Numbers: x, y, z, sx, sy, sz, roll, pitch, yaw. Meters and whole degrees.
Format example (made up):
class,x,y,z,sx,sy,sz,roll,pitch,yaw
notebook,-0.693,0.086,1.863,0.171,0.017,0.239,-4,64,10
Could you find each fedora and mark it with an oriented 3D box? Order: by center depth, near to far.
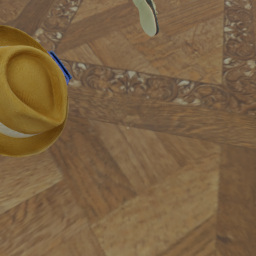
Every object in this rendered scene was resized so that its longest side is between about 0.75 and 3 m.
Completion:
class,x,y,z,sx,sy,sz,roll,pitch,yaw
fedora,-2.101,-0.762,5.799,1.170,2.869,2.869,-1,49,41

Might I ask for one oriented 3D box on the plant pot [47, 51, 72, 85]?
class,x,y,z,sx,sy,sz,roll,pitch,yaw
plant pot,-2.214,-1.418,7.570,1.077,1.077,0.969,-30,18,19

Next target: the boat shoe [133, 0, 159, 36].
class,x,y,z,sx,sy,sz,roll,pitch,yaw
boat shoe,0.633,-3.637,8.697,0.538,0.612,1.721,-12,76,-37
